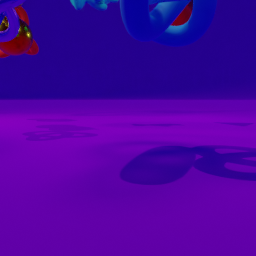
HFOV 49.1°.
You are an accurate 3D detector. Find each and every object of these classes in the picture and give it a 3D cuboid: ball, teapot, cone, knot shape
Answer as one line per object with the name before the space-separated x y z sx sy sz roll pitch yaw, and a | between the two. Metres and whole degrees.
ball | -3.061 -2.447 7.480 0.993 0.993 0.993 0 6 0
teapot | -3.005 -3.382 6.963 0.827 1.689 1.050 16 4 24
cone | 1.398 -3.669 8.054 1.123 1.123 1.127 1 3 9
knot shape | -4.039 -3.142 9.599 1.765 1.886 0.872 -26 14 29
knot shape | -2.748 -2.340 5.854 1.493 0.690 1.397 -47 1 -40
knot shape | 0.624 -1.676 3.652 1.975 0.913 1.848 -21 -5 -19

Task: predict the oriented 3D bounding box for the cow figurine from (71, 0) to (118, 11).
cow figurine | -1.010 -3.743 7.955 1.170 0.653 1.189 27 54 27
